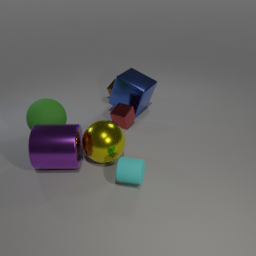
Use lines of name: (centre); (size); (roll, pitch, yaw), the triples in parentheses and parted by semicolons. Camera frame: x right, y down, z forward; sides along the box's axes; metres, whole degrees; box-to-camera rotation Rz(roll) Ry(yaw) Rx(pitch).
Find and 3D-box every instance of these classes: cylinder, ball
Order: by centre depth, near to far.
cylinder: (0.080, 1.215, 7.994); (0.700, 0.700, 0.700); (5, 29, 13)
cylinder: (-2.195, 0.575, 8.758); (1.400, 1.400, 1.400); (0, 29, -1)
ball: (-0.773, 0.432, 9.046); (1.400, 1.400, 1.400); (0, 29, 0)
ball: (-2.912, -0.366, 10.046); (1.400, 1.400, 1.400); (0, 29, 0)

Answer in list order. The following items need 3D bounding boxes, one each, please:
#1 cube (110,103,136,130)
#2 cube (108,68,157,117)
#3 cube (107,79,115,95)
cube: (-0.200, -0.481, 11.230); (0.700, 0.700, 0.700); (16, 51, 27)
cube: (0.213, -1.563, 12.260); (1.400, 1.400, 1.400); (31, 37, 13)
cube: (-0.474, -1.839, 13.600); (0.700, 0.700, 0.700); (22, 63, 31)
